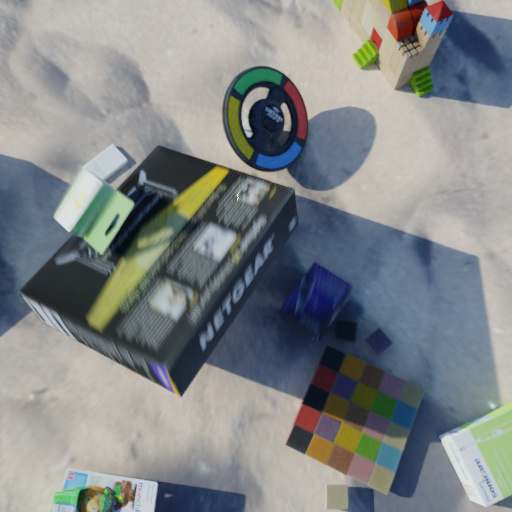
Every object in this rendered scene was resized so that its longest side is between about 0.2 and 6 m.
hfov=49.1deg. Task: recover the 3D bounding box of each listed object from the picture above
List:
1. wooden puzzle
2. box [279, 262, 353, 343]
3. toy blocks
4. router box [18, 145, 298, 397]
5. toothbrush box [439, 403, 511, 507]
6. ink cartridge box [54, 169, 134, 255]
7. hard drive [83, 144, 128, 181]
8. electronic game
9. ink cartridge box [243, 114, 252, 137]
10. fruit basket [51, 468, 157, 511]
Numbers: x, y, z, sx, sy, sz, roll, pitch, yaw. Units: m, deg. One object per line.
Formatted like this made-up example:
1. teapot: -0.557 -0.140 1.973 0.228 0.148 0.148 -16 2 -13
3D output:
1. wooden puzzle: 1.722 2.767 9.701 1.880 0.223 3.170 24 75 7
2. box: 1.071 0.834 10.002 0.834 0.588 1.128 32 74 17
3. toy blocks: 2.663 -4.820 10.952 1.485 2.032 2.972 -27 75 -7
4. router box: -1.444 -0.001 9.200 2.919 0.970 3.712 22 59 24
5. toothbrush box: 4.103 3.239 9.325 1.592 0.685 1.159 -23 76 -7
6. ink cartridge box: -2.577 -0.715 8.797 1.323 0.317 0.962 33 91 43
7. hard drive: -2.979 -1.810 11.093 0.750 0.100 0.495 -41 78 -10
8. electronic game: 0.212 -2.595 10.674 1.997 0.416 1.997 -1 91 -35
9. ink cartridge box: -0.154 -2.367 11.024 0.310 0.538 0.736 22 75 4
10. fruit basket: -2.472 4.291 8.849 1.700 0.797 1.575 1 73 21
